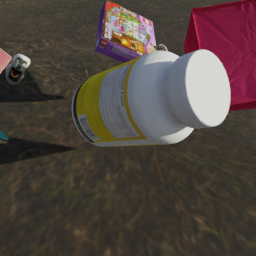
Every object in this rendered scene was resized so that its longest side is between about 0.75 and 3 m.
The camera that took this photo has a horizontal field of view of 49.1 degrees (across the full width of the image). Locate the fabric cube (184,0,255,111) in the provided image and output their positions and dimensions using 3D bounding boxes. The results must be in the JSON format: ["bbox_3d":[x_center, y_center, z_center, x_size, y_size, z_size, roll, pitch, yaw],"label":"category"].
[{"bbox_3d":[2.412,-1.433,6.190,2.055,2.016,2.049,-7,-2,7],"label":"fabric cube"}]

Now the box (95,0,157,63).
[{"bbox_3d":[-0.029,-3.289,9.864,2.019,0.577,2.951,19,42,-20],"label":"box"}]

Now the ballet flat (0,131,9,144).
[{"bbox_3d":[-2.682,-0.040,4.799,0.481,1.278,0.434,-48,9,0],"label":"ballet flat"}]

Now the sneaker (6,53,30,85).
[{"bbox_3d":[-2.788,-1.350,6.873,0.440,1.192,0.473,27,57,-22],"label":"sneaker"}]

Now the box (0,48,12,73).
[{"bbox_3d":[-3.962,-1.634,7.803,1.303,0.710,0.833,-58,27,-13],"label":"box"}]

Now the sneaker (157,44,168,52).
[{"bbox_3d":[1.155,-2.397,9.489,0.423,0.401,1.029,-9,71,-16],"label":"sneaker"}]

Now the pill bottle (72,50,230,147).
[{"bbox_3d":[0.237,-0.384,4.210,1.298,1.298,2.317,-34,17,-37],"label":"pill bottle"}]
